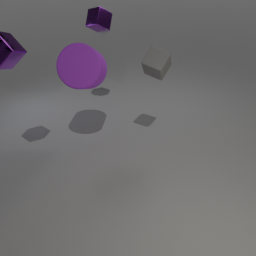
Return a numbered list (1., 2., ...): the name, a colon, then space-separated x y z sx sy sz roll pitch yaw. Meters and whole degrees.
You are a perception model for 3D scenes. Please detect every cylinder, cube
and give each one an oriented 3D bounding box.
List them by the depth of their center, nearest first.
1. cube: -3.289 -2.043 7.418 0.700 0.700 0.700 48 16 -4
2. cube: 0.939 -2.101 9.136 0.700 0.700 0.700 27 79 18
3. cylinder: -1.465 -1.982 9.201 1.400 1.400 1.400 2 9 3
4. cube: -1.134 -4.221 10.937 0.700 0.700 0.700 10 1 41
